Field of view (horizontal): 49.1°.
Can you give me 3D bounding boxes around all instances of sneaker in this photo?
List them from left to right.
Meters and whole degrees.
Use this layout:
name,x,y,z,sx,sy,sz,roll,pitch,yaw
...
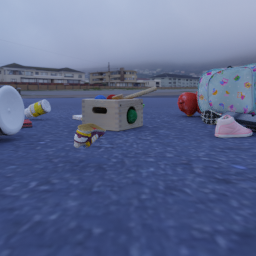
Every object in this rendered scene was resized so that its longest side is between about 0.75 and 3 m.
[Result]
name,x,y,z,sx,sy,sz,roll,pitch,yaw
sneaker,-0.696,0.146,4.972,0.319,0.383,0.851,27,11,20
sneaker,3.542,-0.340,10.969,1.433,0.552,0.608,18,8,41
sneaker,3.080,-0.062,8.083,1.209,0.632,0.455,-1,6,-17

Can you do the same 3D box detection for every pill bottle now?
name,x,y,z,sx,sy,sz,roll,pitch,yaw
pill bottle,-4.208,-0.395,7.491,2.489,1.322,1.322,-3,7,12
pill bottle,-4.109,-0.835,12.677,1.090,0.607,0.607,-18,2,17

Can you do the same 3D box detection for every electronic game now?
name,x,y,z,sx,sy,sz,roll,pitch,yaw
electronic game,4.260,-0.164,9.074,2.540,0.529,2.540,7,7,-1

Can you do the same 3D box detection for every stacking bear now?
name,x,y,z,sx,sy,sz,roll,pitch,yaw
stacking bear,4.020,-1.309,14.203,2.968,1.688,1.802,-4,7,5

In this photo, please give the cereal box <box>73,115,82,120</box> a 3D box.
name,x,y,z,sx,sy,sz,roll,pitch,yaw
cereal box,-2.059,-0.482,12.835,0.638,0.175,0.887,-6,10,-37

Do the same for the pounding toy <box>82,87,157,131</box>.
name,x,y,z,sx,sy,sz,roll,pitch,yaw
pounding toy,-0.270,-0.745,10.023,2.039,1.450,1.877,5,10,32

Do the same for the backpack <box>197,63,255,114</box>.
name,x,y,z,sx,sy,sz,roll,pitch,yaw
backpack,4.382,-1.503,12.179,2.731,2.401,2.094,0,2,39

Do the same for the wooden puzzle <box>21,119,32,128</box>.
name,x,y,z,sx,sy,sz,roll,pitch,yaw
wooden puzzle,-4.544,-0.170,10.429,1.671,0.198,2.818,-4,9,-26
